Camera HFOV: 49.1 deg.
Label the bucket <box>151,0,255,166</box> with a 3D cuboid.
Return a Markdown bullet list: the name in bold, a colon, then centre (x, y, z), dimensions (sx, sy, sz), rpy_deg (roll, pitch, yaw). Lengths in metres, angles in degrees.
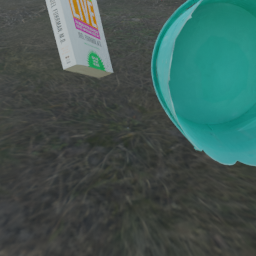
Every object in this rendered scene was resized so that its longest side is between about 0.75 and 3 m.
- **bucket**: centre (1.578, -0.872, 4.141), dimensions (2.534, 2.534, 1.648), rpy_deg (-4, 15, -5)

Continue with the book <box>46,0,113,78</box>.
- **book**: centre (-1.050, -2.183, 5.515), dimensions (0.544, 2.265, 1.513), rpy_deg (-15, 0, 20)
